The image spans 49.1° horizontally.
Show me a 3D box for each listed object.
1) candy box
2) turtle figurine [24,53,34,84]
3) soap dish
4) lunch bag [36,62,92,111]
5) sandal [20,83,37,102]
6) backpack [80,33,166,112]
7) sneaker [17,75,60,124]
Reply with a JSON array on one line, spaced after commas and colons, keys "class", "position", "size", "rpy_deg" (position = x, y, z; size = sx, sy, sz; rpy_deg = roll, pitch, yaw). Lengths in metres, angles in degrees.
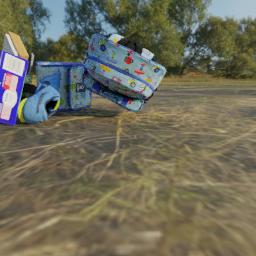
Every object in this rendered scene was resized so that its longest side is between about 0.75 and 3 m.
[{"class": "candy box", "position": [-3.353, -0.888, 6.733], "size": [1.899, 1.606, 0.731], "rpy_deg": [3, -11, 37]}, {"class": "turtle figurine", "position": [-4.320, -2.027, 11.351], "size": [1.599, 2.222, 2.155], "rpy_deg": [9, -29, 14]}, {"class": "soap dish", "position": [-3.667, -2.411, 9.144], "size": [0.469, 1.155, 0.908], "rpy_deg": [-13, -28, -37]}, {"class": "lunch bag", "position": [-2.451, -1.639, 10.954], "size": [2.129, 1.810, 1.356], "rpy_deg": [-3, 19, -20]}, {"class": "sandal", "position": [-3.826, -1.031, 10.277], "size": [2.631, 1.045, 0.751], "rpy_deg": [6, -8, 38]}, {"class": "backpack", "position": [-0.198, -1.729, 8.742], "size": [2.629, 1.937, 2.880], "rpy_deg": [26, 7, -5]}, {"class": "sneaker", "position": [-2.379, -0.887, 8.562], "size": [0.972, 0.817, 2.478], "rpy_deg": [2, 33, 8]}]
